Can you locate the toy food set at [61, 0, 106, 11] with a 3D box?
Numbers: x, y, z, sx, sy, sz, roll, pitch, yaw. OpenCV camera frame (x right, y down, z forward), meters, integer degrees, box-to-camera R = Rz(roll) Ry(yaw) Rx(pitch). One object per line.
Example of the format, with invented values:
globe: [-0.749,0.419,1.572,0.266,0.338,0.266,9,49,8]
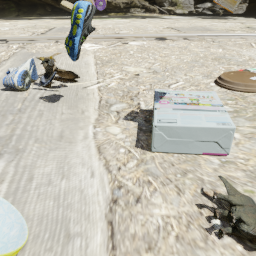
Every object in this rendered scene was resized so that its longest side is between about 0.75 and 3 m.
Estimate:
toy food set: [-1.170,-4.596,9.109,1.454,0.360,2.287,27,63,-4]

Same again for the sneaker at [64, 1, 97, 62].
sneaker: [-1.376,-2.806,8.398,0.801,1.933,0.685,-16,55,-40]

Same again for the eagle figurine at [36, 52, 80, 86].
eagle figurine: [-3.151,-2.431,11.954,1.440,1.433,1.898,-41,67,5]

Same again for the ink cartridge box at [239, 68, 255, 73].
ink cartridge box: [5.883,-2.821,13.521,0.723,0.225,0.899,-9,29,-18]

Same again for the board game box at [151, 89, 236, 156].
board game box: [1.615,-0.276,7.668,1.896,0.826,2.570,3,28,5]

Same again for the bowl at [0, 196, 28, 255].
bowl: [-2.328,1.490,3.735,1.693,0.911,1.693,31,2,-1]

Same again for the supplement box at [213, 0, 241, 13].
supplement box: [2.232,-2.924,6.019,0.545,0.318,0.864,33,1,4]

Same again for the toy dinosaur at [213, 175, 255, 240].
toy dinosaur: [1.893,1.426,4.645,0.846,0.637,1.655,8,19,-10]

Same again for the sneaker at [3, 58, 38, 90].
sneaker: [-4.492,-2.280,11.650,1.050,0.950,2.466,-4,26,1]

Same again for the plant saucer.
plant saucer: [4.862,-1.984,11.685,2.342,0.345,2.342,1,26,0]
